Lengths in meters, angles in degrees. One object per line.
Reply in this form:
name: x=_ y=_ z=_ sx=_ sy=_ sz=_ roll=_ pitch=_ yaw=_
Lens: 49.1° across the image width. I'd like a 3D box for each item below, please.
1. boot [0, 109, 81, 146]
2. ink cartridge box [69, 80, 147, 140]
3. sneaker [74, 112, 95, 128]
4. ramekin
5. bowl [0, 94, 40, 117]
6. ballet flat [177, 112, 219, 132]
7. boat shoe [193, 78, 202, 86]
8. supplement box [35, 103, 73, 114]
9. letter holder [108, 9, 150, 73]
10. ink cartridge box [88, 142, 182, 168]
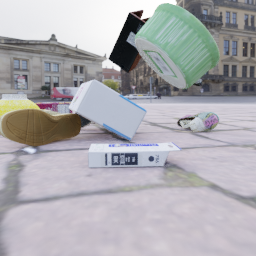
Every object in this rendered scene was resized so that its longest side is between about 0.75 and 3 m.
boot: x=-2.582 y=-0.091 z=7.060 sx=1.813 sy=0.849 sz=2.333 roll=4 pitch=6 yaw=31
ink cartridge box: x=-0.687 y=-0.535 z=7.986 sx=1.628 sy=0.954 sz=2.253 roll=29 pitch=-1 yaw=-17
sneaker: x=-1.084 y=-0.345 z=9.934 sx=1.872 sy=0.783 sz=1.130 roll=-25 pitch=-28 yaw=11
ramekin: x=1.594 y=-2.716 z=9.819 sx=2.902 sy=1.418 sz=2.902 roll=43 pitch=-2 yaw=2
bowl: x=-4.584 y=-0.743 z=11.375 sx=2.290 sy=1.232 sz=2.290 roll=-1 pitch=6 yaw=0
ballet flat: x=2.208 y=-0.150 z=9.248 sx=0.668 sy=0.649 sz=1.878 roll=-22 pitch=8 yaw=-17
boat shoe: x=2.573 y=-1.765 z=10.812 sx=0.311 sy=0.257 sz=0.908 roll=-33 pitch=19 yaw=-3
supplement box: x=-3.486 y=-0.754 z=13.101 sx=1.680 sy=0.867 sz=1.100 roll=-1 pitch=6 yaw=-6
letter holder: x=0.334 y=-3.701 z=11.891 sx=1.101 sy=2.189 sz=1.556 roll=36 pitch=36 yaw=6
ink cartridge box: x=0.103 y=0.445 z=4.753 sx=1.510 sy=0.296 sz=0.751 roll=-2 pitch=6 yaw=-2
